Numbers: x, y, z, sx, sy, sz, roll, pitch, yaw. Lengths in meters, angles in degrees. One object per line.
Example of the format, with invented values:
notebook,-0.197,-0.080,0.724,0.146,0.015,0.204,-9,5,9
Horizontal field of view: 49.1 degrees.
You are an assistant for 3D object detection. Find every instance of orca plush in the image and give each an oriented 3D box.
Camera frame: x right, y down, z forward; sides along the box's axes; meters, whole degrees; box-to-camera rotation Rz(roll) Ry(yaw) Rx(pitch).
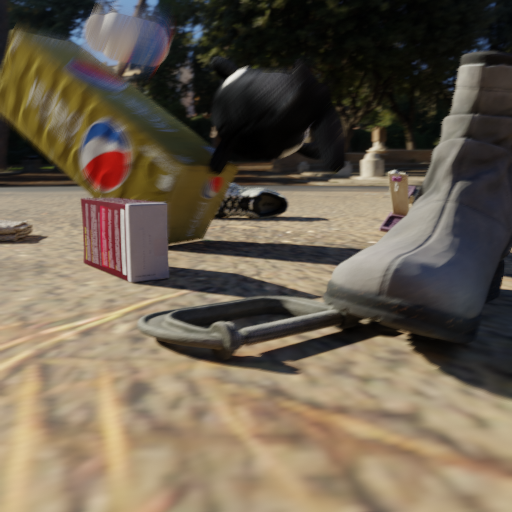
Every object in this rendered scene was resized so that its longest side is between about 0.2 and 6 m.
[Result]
orca plush,0.047,-1.626,8.305,2.280,1.540,4.333,37,3,-29

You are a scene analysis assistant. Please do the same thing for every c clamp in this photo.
c clamp,0.128,0.479,4.250,1.865,0.253,1.593,-5,10,-33

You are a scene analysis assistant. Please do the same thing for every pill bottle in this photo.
pill bottle,-1.597,-2.669,6.911,0.561,0.561,0.999,5,13,32

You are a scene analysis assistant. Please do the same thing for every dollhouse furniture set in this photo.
dollhouse furniture set,3.362,-1.202,10.782,1.705,1.210,1.351,13,44,33

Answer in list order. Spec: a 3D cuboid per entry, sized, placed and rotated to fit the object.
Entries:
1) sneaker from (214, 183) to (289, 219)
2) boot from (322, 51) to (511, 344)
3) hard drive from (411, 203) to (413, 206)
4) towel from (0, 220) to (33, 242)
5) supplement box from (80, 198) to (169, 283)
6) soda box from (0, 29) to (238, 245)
sneaker,-0.355,-1.443,14.641,2.538,0.960,1.112,-3,10,-17
boot,1.601,-0.627,4.558,1.138,2.148,3.262,17,14,24
hard drive,4.363,-1.058,11.999,1.723,0.541,2.555,-12,-2,26
towel,-5.188,-0.466,10.244,1.915,0.330,1.269,-2,8,-9
supplement box,-1.652,-0.246,6.887,0.502,0.897,1.648,-6,11,-35
soda box,-2.669,-2.190,10.082,4.712,1.596,1.508,40,27,22
